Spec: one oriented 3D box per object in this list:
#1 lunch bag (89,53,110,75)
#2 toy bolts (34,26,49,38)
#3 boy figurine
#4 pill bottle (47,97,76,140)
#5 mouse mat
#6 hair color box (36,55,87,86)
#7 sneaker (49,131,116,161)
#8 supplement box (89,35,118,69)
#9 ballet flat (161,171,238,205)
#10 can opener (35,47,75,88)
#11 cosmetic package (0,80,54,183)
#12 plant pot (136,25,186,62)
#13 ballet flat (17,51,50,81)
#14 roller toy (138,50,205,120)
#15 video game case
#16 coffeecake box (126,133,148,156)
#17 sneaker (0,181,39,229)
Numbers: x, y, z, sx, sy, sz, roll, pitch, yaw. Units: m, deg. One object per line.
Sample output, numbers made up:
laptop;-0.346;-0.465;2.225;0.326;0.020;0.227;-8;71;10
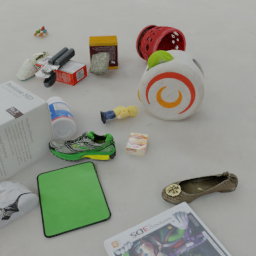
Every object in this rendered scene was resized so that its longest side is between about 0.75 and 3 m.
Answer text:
lunch bag;-1.322;-3.160;13.852;0.693;0.966;1.178;13;-2;-36
toy bolts;-5.771;-6.301;18.758;0.832;0.604;0.871;-19;28;49
boy figurine;-0.349;-0.600;11.392;1.536;0.495;0.955;-12;24;-18
pill bottle;-2.660;-0.427;10.750;1.034;1.034;1.843;-13;39;-16
mouse mat;-1.679;2.003;8.356;1.874;0.088;2.329;-13;41;-14
hair color box;-3.356;-2.953;14.190;2.324;0.712;1.180;20;43;22
sneaker;-1.544;0.504;9.513;2.269;0.966;0.885;-1;28;-4
supplement box;-1.289;-3.985;14.863;1.468;1.488;0.988;-3;39;-4
ballet flat;2.180;1.723;8.388;2.434;0.564;0.820;-7;39;-9
can opener;-3.486;-3.032;13.607;0.727;0.918;2.761;15;48;15
cosmetic package;-4.114;0.110;9.149;2.099;2.101;2.547;29;47;28
plant pot;1.657;-4.309;14.838;2.157;2.157;1.965;-22;36;-25
ballet flat;-4.957;-3.368;14.646;0.903;0.903;2.518;15;41;18
roller toy;1.770;-1.712;11.219;2.472;2.710;1.894;20;37;0
video game case;1.171;3.298;6.588;2.570;0.330;2.827;-19;42;-22
coffeecake box;0.335;0.571;10.054;0.655;0.312;0.853;7;39;8
sneaker;-3.521;2.143;7.810;1.784;0.670;1.025;-24;43;-34
